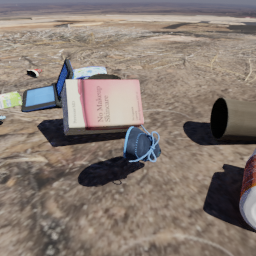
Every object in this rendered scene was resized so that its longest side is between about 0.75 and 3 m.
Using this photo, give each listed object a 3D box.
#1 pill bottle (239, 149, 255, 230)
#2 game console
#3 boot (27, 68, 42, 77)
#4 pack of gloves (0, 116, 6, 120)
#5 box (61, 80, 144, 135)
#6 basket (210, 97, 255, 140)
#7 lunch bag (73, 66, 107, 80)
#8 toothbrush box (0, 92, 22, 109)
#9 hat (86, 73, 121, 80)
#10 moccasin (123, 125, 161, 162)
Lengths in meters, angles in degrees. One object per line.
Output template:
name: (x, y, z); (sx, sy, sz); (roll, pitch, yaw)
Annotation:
pill bottle: (3.386, 1.280, 6.609); (1.265, 1.265, 2.256); (12, 30, 21)
game console: (-3.602, -1.998, 12.550); (1.579, 2.278, 2.668); (16, 21, -25)
boot: (-5.183, -3.195, 16.023); (0.807, 0.405, 1.119); (-22, 32, -38)
pack of gloves: (-5.621, -0.482, 9.574); (2.145, 0.504, 2.553); (-1, 1, 0)
box: (-0.882, -0.684, 9.300); (2.445, 1.563, 1.332); (-4, -9, -19)
basket: (4.053, -0.228, 9.378); (2.087, 1.419, 1.881); (5, 8, 1)
lunch bag: (-1.957, -2.288, 13.461); (1.856, 1.183, 1.578); (4, 27, -14)
toothbrush box: (-5.231, -1.213, 12.235); (0.972, 0.419, 0.708); (-18, 32, -27)
hat: (-1.138, -1.463, 12.193); (2.097, 0.846, 2.097); (-8, 46, 8)
moccasin: (0.447, 0.405, 6.913); (0.755, 0.891, 2.214); (13, 1, 14)
